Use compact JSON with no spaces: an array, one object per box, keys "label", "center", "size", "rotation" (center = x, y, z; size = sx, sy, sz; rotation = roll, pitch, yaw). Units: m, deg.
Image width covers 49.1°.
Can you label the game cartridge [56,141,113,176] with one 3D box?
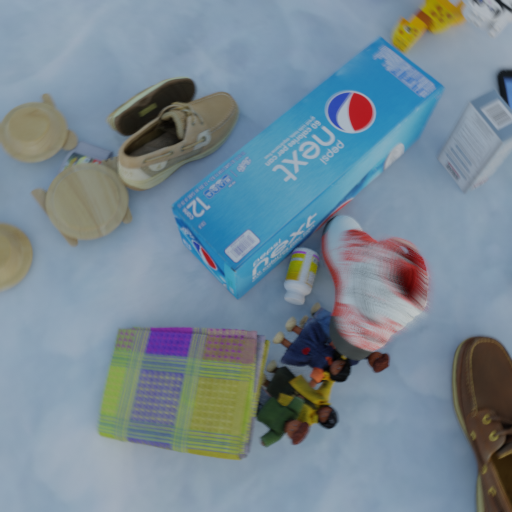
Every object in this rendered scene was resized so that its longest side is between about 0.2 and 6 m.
[{"label":"game cartridge","center":[-3.246,-1.583,10.420],"size":[0.757,0.233,1.138],"rotation":[18,70,11]}]

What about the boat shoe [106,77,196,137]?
[{"label":"boat shoe","center":[-2.037,-2.963,10.714],"size":[1.862,0.667,0.709],"rotation":[-33,42,-24]}]

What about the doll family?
[{"label":"doll family","center":[0.948,1.843,8.681],"size":[1.534,1.041,2.654],"rotation":[30,76,30]}]

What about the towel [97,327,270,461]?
[{"label":"towel","center":[-1.153,2.034,8.637],"size":[2.629,0.299,1.888],"rotation":[0,67,20]}]

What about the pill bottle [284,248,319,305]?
[{"label":"pill bottle","center":[0.755,0.354,9.549],"size":[0.475,0.475,0.911],"rotation":[15,70,6]}]

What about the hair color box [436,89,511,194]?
[{"label":"hair color box","center":[3.836,-1.917,9.679],"size":[0.548,1.807,0.895],"rotation":[-28,72,-9]}]

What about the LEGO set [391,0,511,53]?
[{"label":"LEGO set","center":[3.116,-5.202,11.152],"size":[3.953,1.508,1.622],"rotation":[39,77,7]}]

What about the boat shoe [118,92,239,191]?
[{"label":"boat shoe","center":[-1.325,-2.259,10.180],"size":[0.991,0.897,2.781],"rotation":[38,64,14]}]

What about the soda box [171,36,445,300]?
[{"label":"soda box","center":[0.922,-1.514,9.619],"size":[4.801,1.628,1.540],"rotation":[-41,75,-14]}]

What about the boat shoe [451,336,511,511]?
[{"label":"boat shoe","center":[3.760,2.724,8.331],"size":[1.162,1.090,3.228],"rotation":[-3,70,-1]}]

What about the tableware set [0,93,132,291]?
[{"label":"tableware set","center":[-4.304,-1.121,9.976],"size":[3.774,0.438,3.153],"rotation":[-32,80,-12]}]

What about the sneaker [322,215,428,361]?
[{"label":"sneaker","center":[1.832,0.075,8.622],"size":[0.961,1.543,2.879],"rotation":[26,42,-19]}]

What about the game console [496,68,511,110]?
[{"label":"game console","center":[5.456,-3.159,10.649],"size":[1.317,0.872,1.498],"rotation":[1,69,0]}]
